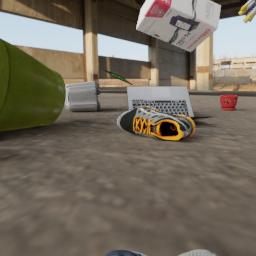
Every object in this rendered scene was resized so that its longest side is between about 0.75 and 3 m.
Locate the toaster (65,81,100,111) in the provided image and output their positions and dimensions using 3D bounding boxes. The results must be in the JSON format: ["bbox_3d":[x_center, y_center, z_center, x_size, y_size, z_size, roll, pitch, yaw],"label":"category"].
[{"bbox_3d":[-2.022,-1.378,12.406,1.479,1.301,2.290,-5,9,-9],"label":"toaster"}]

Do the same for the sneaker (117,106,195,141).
[{"bbox_3d":[0.555,-0.079,6.299,1.813,0.710,0.700,5,15,23],"label":"sneaker"}]

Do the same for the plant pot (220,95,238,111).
[{"bbox_3d":[4.577,-1.151,12.763,0.763,0.695,0.763,1,9,0],"label":"plant pot"}]

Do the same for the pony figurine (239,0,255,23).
[{"bbox_3d":[2.929,-2.807,6.060,1.046,0.871,1.010,-48,-9,37],"label":"pony figurine"}]

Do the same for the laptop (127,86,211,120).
[{"bbox_3d":[1.147,-0.873,8.919,2.202,2.352,1.363,0,-35,-5],"label":"laptop"}]

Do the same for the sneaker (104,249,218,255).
[{"bbox_3d":[0.100,0.800,1.233,0.507,0.560,1.316,9,12,42],"label":"sneaker"}]

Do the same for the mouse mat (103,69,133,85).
[{"bbox_3d":[-0.414,-2.030,11.146,1.138,0.043,0.916,28,1,40],"label":"mouse mat"}]

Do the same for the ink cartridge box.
[{"bbox_3d":[1.690,-3.738,9.541,2.307,0.973,1.670,17,-18,-15],"label":"ink cartridge box"}]

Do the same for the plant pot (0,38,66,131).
[{"bbox_3d":[-3.071,-0.985,7.308,2.574,2.574,2.478,7,-2,37],"label":"plant pot"}]
